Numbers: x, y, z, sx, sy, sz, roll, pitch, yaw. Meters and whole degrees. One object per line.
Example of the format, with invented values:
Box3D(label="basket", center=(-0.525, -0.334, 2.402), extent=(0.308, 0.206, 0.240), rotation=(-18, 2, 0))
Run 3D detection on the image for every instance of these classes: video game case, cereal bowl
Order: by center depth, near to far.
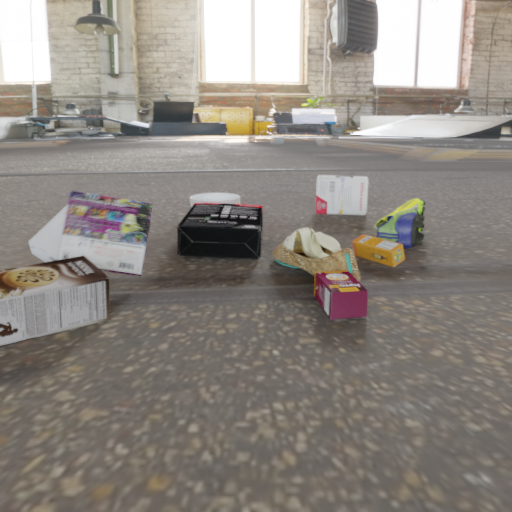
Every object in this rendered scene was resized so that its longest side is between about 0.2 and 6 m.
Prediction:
Box3D(label="video game case", center=(-2.549, -0.377, 9.546), extent=(1.409, 1.277, 0.252), rotation=(8, -11, -8))
Box3D(label="cereal bowl", center=(-1.113, -1.342, 15.227), extent=(1.368, 0.570, 1.368), rotation=(0, 16, 0))

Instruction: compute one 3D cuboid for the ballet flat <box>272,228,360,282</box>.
Box3D(label="ballet flat", center=(1.061, -0.086, 10.270), extent=(0.878, 0.813, 2.492), rotation=(-14, 19, -27))

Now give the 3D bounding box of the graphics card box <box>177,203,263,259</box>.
Box3D(label="graphics card box", center=(-0.704, -0.609, 12.307), extent=(1.707, 0.692, 2.721), rotation=(3, 14, 0))

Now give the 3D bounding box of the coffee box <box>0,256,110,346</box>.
Box3D(label="coffee box", center=(-3.083, 0.605, 7.873), extent=(1.780, 0.710, 1.006), rotation=(-12, 26, -36))

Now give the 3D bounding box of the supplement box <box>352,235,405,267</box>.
Box3D(label="supplement box", center=(2.406, -0.111, 11.063), extent=(0.371, 0.359, 1.078), rotation=(-28, 28, -25))

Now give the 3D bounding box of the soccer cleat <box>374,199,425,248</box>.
Box3D(label="soccer cleat", center=(3.289, -0.808, 12.829), extent=(1.100, 0.851, 2.631), rotation=(3, 16, 17))

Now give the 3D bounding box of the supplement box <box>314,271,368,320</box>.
Box3D(label="supplement box", center=(1.283, 0.583, 8.598), extent=(0.570, 0.442, 1.032), rotation=(-2, 16, -7))

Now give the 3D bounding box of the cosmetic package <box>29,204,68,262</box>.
Box3D(label="cosmetic package", center=(-3.354, -0.400, 9.958), extent=(0.630, 0.459, 1.240), rotation=(31, 58, 8))

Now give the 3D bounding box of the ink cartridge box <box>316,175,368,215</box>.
Box3D(label="ink cartridge box", center=(2.381, -1.699, 15.633), extent=(1.409, 1.040, 0.603), rotation=(3, 17, 7))
